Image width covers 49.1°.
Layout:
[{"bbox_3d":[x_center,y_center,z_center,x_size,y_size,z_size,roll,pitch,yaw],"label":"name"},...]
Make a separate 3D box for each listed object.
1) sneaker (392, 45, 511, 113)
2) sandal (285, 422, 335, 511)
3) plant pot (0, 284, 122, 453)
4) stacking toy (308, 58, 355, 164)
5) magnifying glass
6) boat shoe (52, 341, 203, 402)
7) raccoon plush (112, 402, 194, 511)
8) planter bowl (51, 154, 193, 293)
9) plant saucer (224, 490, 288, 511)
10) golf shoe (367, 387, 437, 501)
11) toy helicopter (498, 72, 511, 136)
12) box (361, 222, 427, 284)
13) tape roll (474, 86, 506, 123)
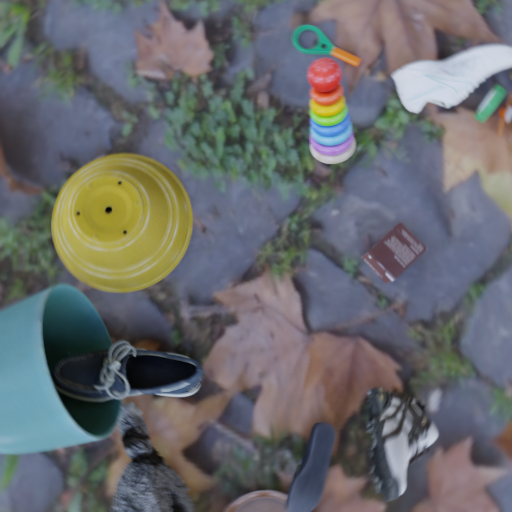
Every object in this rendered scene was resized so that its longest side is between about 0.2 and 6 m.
[{"bbox_3d":[3.951,-3.460,11.043,2.397,0.843,0.960,-14,91,4],"label":"sneaker"},{"bbox_3d":[0.972,3.792,9.961,0.627,0.353,1.649,36,63,-18],"label":"sandal"},{"bbox_3d":[-3.799,2.045,9.362,2.119,2.641,2.641,-19,82,5],"label":"plant pot"},{"bbox_3d":[1.330,-2.649,10.166,0.880,2.061,0.880,-6,57,9],"label":"stacking toy"},{"bbox_3d":[1.431,-4.243,11.434,1.456,0.163,0.579,26,82,6],"label":"magnifying glass"},{"bbox_3d":[-2.286,2.091,9.959,2.672,0.826,1.000,7,62,-4],"label":"boat shoe"},{"bbox_3d":[-2.324,4.314,9.921,1.885,1.361,2.813,-34,54,9],"label":"raccoon plush"},{"bbox_3d":[-2.612,-0.743,10.407,2.767,1.153,2.767,0,81,-1],"label":"planter bowl"},{"bbox_3d":[0.164,5.101,9.969,1.833,0.316,1.833,0,81,0],"label":"plant saucer"},{"bbox_3d":[2.428,2.983,9.188,1.159,2.454,0.954,3,113,9],"label":"golf shoe"},{"bbox_3d":[5.307,-3.005,11.100,1.130,0.674,1.709,-7,71,8],"label":"toy helicopter"},{"bbox_3d":[2.575,-0.047,10.515,0.868,0.713,0.720,-42,84,-6],"label":"box"},{"bbox_3d":[4.562,-2.962,10.935,0.175,0.730,0.730,35,83,5],"label":"tape roll"}]
